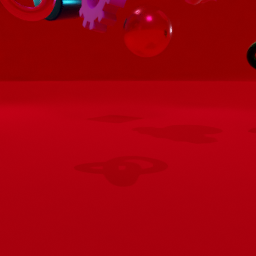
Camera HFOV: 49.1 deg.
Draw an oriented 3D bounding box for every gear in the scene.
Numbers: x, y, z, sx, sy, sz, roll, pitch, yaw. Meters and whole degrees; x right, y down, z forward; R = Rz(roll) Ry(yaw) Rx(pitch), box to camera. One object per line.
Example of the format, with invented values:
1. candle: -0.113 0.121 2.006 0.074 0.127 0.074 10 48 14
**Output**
1. gear: -0.618 -3.371 6.745 0.368 1.992 1.992 3 7 -32

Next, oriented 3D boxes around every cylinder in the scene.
1. cylinder: -2.205 -4.200 9.155 1.247 1.247 1.247 6 25 31

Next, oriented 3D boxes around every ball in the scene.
1. ball: 0.492 -2.506 7.287 1.289 1.289 1.289 0 10 0

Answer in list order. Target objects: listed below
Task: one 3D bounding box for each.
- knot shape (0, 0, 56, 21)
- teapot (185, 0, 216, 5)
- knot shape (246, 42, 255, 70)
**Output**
1. knot shape: -1.466 -2.275 4.288 0.605 1.225 1.309 29 10 27
2. teapot: 1.729 -3.627 7.122 0.700 0.889 1.430 -22 -41 37
3. knot shape: 3.876 -2.174 7.128 1.420 0.701 1.517 -21 -30 -5
